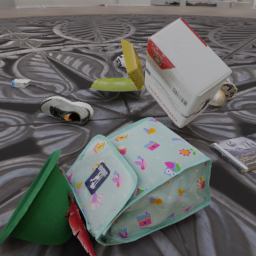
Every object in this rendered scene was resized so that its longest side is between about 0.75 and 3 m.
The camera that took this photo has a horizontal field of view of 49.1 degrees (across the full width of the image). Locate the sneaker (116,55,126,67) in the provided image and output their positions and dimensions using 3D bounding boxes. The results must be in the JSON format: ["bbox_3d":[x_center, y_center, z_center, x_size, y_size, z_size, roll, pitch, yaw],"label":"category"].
[{"bbox_3d":[-0.204,-3.509,15.038,1.054,0.647,1.620,5,29,12],"label":"sneaker"}]

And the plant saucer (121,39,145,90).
[{"bbox_3d":[0.170,-1.668,7.367,0.257,1.062,1.063,-15,70,13],"label":"plant saucer"}]

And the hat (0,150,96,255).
[{"bbox_3d":[-1.103,1.869,5.477,2.067,1.945,2.348,33,36,-13],"label":"hat"}]

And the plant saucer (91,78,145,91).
[{"bbox_3d":[-0.419,-1.840,11.603,2.223,0.345,2.223,0,15,0],"label":"plant saucer"}]

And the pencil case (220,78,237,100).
[{"bbox_3d":[3.988,-1.889,11.966,0.904,0.787,2.022,-12,27,9],"label":"pencil case"}]

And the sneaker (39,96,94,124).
[{"bbox_3d":[-2.230,-0.588,9.724,1.993,0.737,0.790,9,35,15],"label":"sneaker"}]

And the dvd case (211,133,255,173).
[{"bbox_3d":[3.526,0.655,8.055,1.811,0.145,1.347,-11,31,-19],"label":"dvd case"}]

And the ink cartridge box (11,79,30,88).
[{"bbox_3d":[-4.850,-2.033,12.775,0.756,0.252,0.438,4,29,8],"label":"ink cartridge box"}]

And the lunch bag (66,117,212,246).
[{"bbox_3d":[0.094,1.062,5.916,2.549,1.554,2.172,-21,34,-19],"label":"lunch bag"}]

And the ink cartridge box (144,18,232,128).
[{"bbox_3d":[1.552,-1.435,8.262,1.159,2.796,2.053,-35,77,-8],"label":"ink cartridge box"}]

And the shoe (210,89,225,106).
[{"bbox_3d":[3.185,-1.619,11.454,0.621,0.814,2.328,0,31,-11],"label":"shoe"}]
